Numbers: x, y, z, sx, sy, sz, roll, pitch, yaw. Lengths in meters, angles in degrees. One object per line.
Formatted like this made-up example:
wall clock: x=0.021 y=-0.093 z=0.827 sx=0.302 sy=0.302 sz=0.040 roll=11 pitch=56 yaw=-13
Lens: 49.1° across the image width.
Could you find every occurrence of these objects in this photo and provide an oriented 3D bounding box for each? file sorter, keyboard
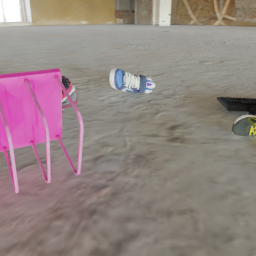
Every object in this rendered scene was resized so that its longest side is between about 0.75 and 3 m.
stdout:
file sorter: x=-1.957 y=0.173 z=4.451 sx=2.208 sy=1.535 sz=1.385 roll=-13 pitch=45 yaw=-26
keyboard: x=4.048 y=-0.795 z=8.351 sx=2.481 sy=0.492 sz=1.291 roll=0 pitch=27 yaw=-9

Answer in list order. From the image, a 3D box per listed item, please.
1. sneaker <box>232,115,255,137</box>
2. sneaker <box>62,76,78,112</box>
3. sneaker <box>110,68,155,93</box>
sneaker: x=3.169 y=-0.002 z=6.668 sx=1.377 sy=0.513 sz=0.583 roll=-3 pitch=22 yaw=-12
sneaker: x=-2.262 y=-0.422 z=7.033 sx=2.169 sy=0.810 sz=0.874 roll=-26 pitch=57 yaw=-2
sneaker: x=0.245 y=-1.563 z=9.347 sx=1.273 sy=0.700 sz=1.739 roll=4 pitch=-3 yaw=20
